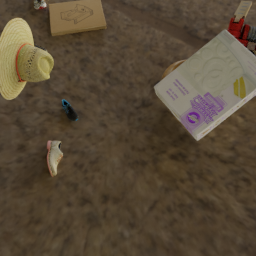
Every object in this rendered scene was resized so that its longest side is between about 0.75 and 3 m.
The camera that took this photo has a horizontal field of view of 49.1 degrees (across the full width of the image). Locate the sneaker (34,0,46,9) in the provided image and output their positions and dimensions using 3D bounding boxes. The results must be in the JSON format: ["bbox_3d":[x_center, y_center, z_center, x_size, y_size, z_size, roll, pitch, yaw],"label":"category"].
[{"bbox_3d":[-3.897,-5.612,12.068,0.510,0.538,1.311,-18,63,-10],"label":"sneaker"}]

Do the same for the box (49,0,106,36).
[{"bbox_3d":[-2.135,-4.677,11.711,2.236,0.238,1.827,-10,61,-5],"label":"box"}]

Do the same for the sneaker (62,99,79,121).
[{"bbox_3d":[-1.961,-0.584,9.302,0.321,0.359,0.876,-35,67,-19],"label":"sneaker"}]

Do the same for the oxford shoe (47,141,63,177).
[{"bbox_3d":[-2.188,0.884,8.434,0.441,0.423,1.195,-7,61,-7],"label":"oxford shoe"}]

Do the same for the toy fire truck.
[{"bbox_3d":[4.356,-3.360,9.902,2.022,1.478,2.298,12,104,7],"label":"toy fire truck"}]

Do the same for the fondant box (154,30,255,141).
[{"bbox_3d":[2.622,-1.340,8.846,2.916,0.849,2.104,-39,70,4],"label":"fondant box"}]

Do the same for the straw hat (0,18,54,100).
[{"bbox_3d":[-2.467,-1.642,7.264,0.941,2.222,2.222,13,61,-1],"label":"straw hat"}]

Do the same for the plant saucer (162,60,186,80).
[{"bbox_3d":[2.285,-1.727,9.944,2.131,0.377,2.131,0,61,0],"label":"plant saucer"}]

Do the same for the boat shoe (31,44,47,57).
[{"bbox_3d":[-3.777,-3.043,10.651,1.365,0.449,0.488,13,61,7],"label":"boat shoe"}]
